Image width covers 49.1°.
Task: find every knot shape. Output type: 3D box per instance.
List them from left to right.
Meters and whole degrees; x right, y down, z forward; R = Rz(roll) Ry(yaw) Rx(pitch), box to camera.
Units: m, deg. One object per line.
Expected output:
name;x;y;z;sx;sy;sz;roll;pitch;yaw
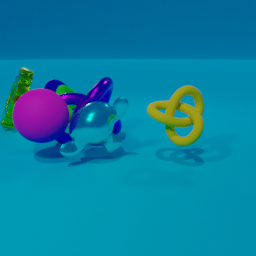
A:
knot shape;-1.622;-0.491;8.206;1.726;0.797;1.615;35;49;18
knot shape;-0.918;-0.456;6.972;1.989;1.861;0.919;8;35;-41
knot shape;1.063;-0.191;5.613;1.224;1.145;0.566;-16;-21;-4

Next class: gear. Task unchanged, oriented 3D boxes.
gear;-3.405;-0.915;8.554;0.343;1.857;1.857;21;4;-28

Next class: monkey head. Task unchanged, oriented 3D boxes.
monkey head;-0.599;0.065;5.898;1.689;1.215;1.018;-40;9;-1

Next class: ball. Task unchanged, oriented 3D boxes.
ball;-1.791;-0.250;5.827;1.130;1.130;1.130;0;15;0

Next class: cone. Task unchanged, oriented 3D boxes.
cone;-2.869;-0.715;9.952;1.526;1.520;1.520;-22;4;28
